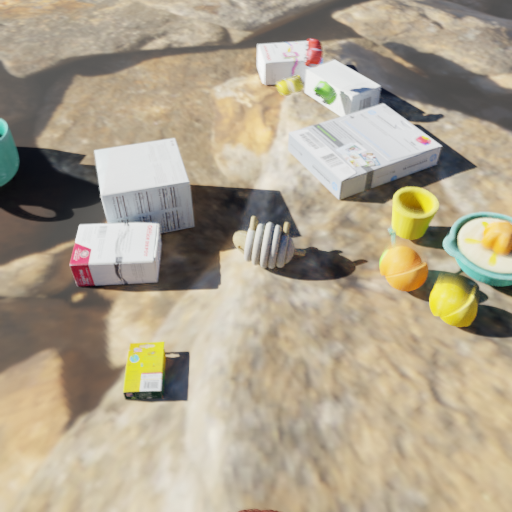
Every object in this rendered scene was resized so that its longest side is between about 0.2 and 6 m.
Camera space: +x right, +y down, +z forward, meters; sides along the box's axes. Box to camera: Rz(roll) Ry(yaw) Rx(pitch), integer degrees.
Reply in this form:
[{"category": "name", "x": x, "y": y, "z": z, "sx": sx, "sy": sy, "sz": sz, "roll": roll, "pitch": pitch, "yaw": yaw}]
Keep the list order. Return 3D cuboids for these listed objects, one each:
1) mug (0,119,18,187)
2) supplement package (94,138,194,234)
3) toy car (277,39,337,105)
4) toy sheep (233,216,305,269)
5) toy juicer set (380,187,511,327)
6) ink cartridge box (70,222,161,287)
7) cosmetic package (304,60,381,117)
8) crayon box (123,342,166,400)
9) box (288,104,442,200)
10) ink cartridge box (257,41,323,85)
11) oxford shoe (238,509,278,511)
[{"category": "mug", "x": -4.853, "y": -1.609, "z": 9.591, "sx": 1.265, "sy": 0.952, "sz": 1.539, "roll": 18, "pitch": 48, "yaw": 17}, {"category": "supplement package", "x": -1.800, "y": -1.073, "z": 9.020, "sx": 1.327, "sy": 0.976, "sz": 1.269, "roll": -11, "pitch": 46, "yaw": -11}, {"category": "toy car", "x": 1.169, "y": -3.400, "z": 10.926, "sx": 1.260, "sy": 1.186, "sz": 0.281, "roll": -53, "pitch": 25, "yaw": 3}, {"category": "toy sheep", "x": 0.193, "y": -0.164, "z": 8.299, "sx": 1.095, "sy": 0.755, "sz": 0.755, "roll": 10, "pitch": 45, "yaw": 7}, {"category": "toy juicer set", "x": 3.294, "y": 0.144, "z": 7.791, "sx": 3.228, "sy": 0.878, "sz": 2.054, "roll": 19, "pitch": 50, "yaw": 15}, {"category": "ink cartridge box", "x": -2.035, "y": -0.034, "z": 8.302, "sx": 1.206, "sy": 0.503, "sz": 0.876, "roll": -2, "pitch": 45, "yaw": -2}, {"category": "cosmetic package", "x": 1.788, "y": -3.499, "z": 11.777, "sx": 0.837, "sy": 0.602, "sz": 1.484, "roll": -25, "pitch": 48, "yaw": -23}, {"category": "crayon box", "x": -1.385, "y": 1.433, "z": 7.034, "sx": 0.473, "sy": 0.189, "sz": 0.745, "roll": -1, "pitch": 45, "yaw": -1}, {"category": "box", "x": 1.968, "y": -1.988, "z": 10.331, "sx": 2.223, "sy": 0.458, "sz": 1.733, "roll": -22, "pitch": 49, "yaw": -20}, {"category": "ink cartridge box", "x": 0.739, "y": -4.373, "z": 12.678, "sx": 1.335, "sy": 0.565, "sz": 0.965, "roll": -7, "pitch": 45, "yaw": -6}, {"category": "oxford shoe", "x": 0.349, "y": 2.914, "z": 4.959, "sx": 2.853, "sy": 1.005, "sz": 1.067, "roll": -4, "pitch": 79, "yaw": 19}]
